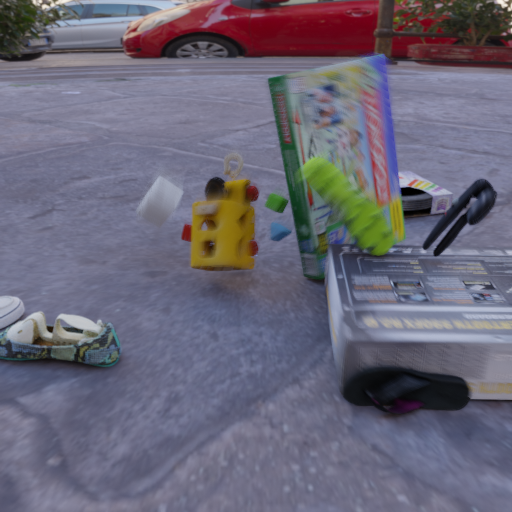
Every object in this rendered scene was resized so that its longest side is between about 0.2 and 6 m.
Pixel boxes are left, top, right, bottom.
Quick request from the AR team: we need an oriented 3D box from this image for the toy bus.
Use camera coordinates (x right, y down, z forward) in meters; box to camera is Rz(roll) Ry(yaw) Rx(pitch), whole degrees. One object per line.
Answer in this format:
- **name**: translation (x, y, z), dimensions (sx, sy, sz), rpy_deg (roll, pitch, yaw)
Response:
- **toy bus**: translation (-0.637, -0.696, 10.200), dimensions (2.102, 1.984, 1.086), rpy_deg (46, 15, 25)

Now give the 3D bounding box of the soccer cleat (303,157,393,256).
- **soccer cleat**: translation (1.559, -0.857, 9.405), dimensions (0.676, 2.002, 0.811), rpy_deg (-41, 1, 7)

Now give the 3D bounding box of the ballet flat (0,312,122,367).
- **ballet flat**: translation (-3.003, 1.158, 8.285), dimensions (2.081, 0.773, 0.773), rpy_deg (2, 25, 5)

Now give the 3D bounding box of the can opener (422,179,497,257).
- **can opener**: translation (3.084, -0.567, 8.623), dimensions (0.481, 1.516, 0.596), rpy_deg (43, 43, 6)

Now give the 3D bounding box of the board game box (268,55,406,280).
- **board game box**: translation (1.650, -1.703, 10.603), dimensions (2.486, 3.695, 0.538), rpy_deg (-23, 20, -30)

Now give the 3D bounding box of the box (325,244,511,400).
- **box**: translation (3.133, 0.857, 8.592), dimensions (3.955, 0.956, 3.132), rpy_deg (0, 25, 2)

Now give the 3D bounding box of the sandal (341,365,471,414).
- **sandal**: translation (1.919, 1.740, 7.109), dimensions (1.635, 0.615, 0.391), rpy_deg (2, 25, 2)

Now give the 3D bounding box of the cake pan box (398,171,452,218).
- **cake pan box**: translation (3.574, -1.571, 14.438), dimensions (2.082, 0.591, 2.261), rpy_deg (-8, 26, -12)

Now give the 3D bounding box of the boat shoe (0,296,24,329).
- **boat shoe**: translation (-4.792, 0.902, 8.866), dimensions (2.056, 0.676, 0.740), rpy_deg (-12, 27, -25)

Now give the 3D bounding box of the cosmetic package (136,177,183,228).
- **cosmetic package**: translation (-1.943, -1.084, 11.280), dimensions (0.586, 0.704, 0.589), rpy_deg (33, 44, -15)
